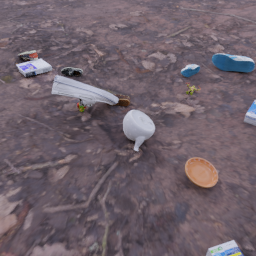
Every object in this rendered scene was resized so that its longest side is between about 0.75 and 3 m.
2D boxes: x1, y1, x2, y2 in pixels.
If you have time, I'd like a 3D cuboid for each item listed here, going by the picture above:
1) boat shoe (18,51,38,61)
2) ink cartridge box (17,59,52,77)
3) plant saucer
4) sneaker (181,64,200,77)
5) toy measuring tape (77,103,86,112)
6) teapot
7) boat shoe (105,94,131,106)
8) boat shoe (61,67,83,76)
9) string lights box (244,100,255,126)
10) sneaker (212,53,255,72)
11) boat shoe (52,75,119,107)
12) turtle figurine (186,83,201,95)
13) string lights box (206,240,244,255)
[{"bbox_3d":[-5.673,-4.049,15.855,1.561,0.488,0.555,5,34,36],"label":"boat shoe"},{"bbox_3d":[-5.027,-3.237,14.976,1.463,0.320,1.476,-23,39,-27],"label":"ink cartridge box"},{"bbox_3d":[2.315,1.438,8.919,1.103,0.206,1.103,10,46,-10],"label":"plant saucer"},{"bbox_3d":[3.175,-3.012,14.659,1.287,0.493,0.520,-21,37,-34],"label":"sneaker"},{"bbox_3d":[-2.013,-1.124,12.338,0.416,0.416,1.131,-1,39,-1],"label":"toy measuring tape"},{"bbox_3d":[0.285,0.015,10.519,1.315,0.973,1.332,43,30,5],"label":"teapot"},{"bbox_3d":[-0.527,-1.277,12.501,1.307,0.460,0.460,10,39,1],"label":"boat shoe"},{"bbox_3d":[-2.927,-2.893,14.518,1.116,0.401,0.377,3,34,0],"label":"boat shoe"},{"bbox_3d":[5.416,-0.628,11.710,0.688,0.395,1.339,24,45,27],"label":"string lights box"},{"bbox_3d":[5.628,-3.521,15.079,2.198,0.841,0.888,17,30,14],"label":"sneaker"},{"bbox_3d":[-1.755,-1.308,11.535,2.743,0.896,1.009,17,0,-16],"label":"boat shoe"},{"bbox_3d":[3.002,-1.833,13.323,0.800,0.258,0.645,28,54,18],"label":"turtle figurine"},{"bbox_3d":[2.551,3.489,6.565,0.753,0.432,1.465,-12,40,-14],"label":"string lights box"}]
